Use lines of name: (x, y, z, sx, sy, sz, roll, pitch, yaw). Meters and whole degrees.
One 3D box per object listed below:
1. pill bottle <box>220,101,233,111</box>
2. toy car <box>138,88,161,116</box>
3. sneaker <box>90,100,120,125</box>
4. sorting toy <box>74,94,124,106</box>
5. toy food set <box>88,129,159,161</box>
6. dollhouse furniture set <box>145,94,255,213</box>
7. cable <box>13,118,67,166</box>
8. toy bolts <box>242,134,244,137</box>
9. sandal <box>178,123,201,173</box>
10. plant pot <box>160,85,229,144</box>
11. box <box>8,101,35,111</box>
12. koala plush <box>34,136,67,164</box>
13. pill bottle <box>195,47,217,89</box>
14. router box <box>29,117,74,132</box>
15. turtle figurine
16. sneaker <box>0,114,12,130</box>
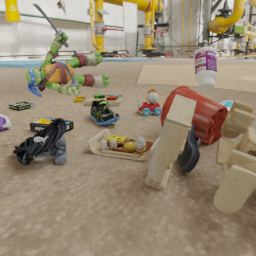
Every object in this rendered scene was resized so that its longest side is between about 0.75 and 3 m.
pill bottle: (3.752, -0.476, 10.691, 1.002, 1.002, 1.809, 10, 21, 28)
toy car: (0.990, -1.239, 12.794, 1.021, 1.154, 1.064, -4, 18, -11)
sneaker: (-1.036, -0.675, 11.481, 0.759, 0.888, 2.142, -11, 21, -27)
sorting toy: (-1.646, -1.599, 15.185, 2.668, 0.357, 1.988, 2, 18, 5)
toy food set: (-0.037, 0.378, 8.687, 2.001, 0.605, 1.436, 6, 19, 19)
dollhouse furniture set: (2.045, 0.733, 6.184, 2.855, 1.858, 2.623, 20, 37, 8)
cable: (-2.531, 0.280, 8.054, 1.666, 0.519, 2.042, -45, 19, -13)
toy bolts: (3.542, 0.645, 7.283, 1.328, 0.965, 1.391, -8, 19, -22)
sandal: (1.761, 0.576, 8.014, 0.480, 0.853, 2.244, 27, 28, -6)
plant pot: (2.326, -0.366, 9.517, 1.773, 1.773, 1.724, -16, 32, -40)
box: (-5.255, -1.097, 13.877, 0.894, 0.220, 0.925, 17, 24, 35)
koala plush: (-2.205, 0.597, 7.906, 0.900, 0.798, 0.827, -4, 6, -11)
pill bottle: (1.956, -1.486, 7.034, 0.541, 0.963, 0.541, 1, -15, 0)
router box: (-2.852, -0.073, 10.520, 1.305, 0.333, 0.973, 8, 20, 24)
turtle figurine: (-1.515, -1.812, 7.955, 2.385, 2.460, 1.770, -13, 48, -45)
sneaker: (-5.176, -0.287, 10.782, 1.583, 0.638, 0.660, 14, 29, 36)
